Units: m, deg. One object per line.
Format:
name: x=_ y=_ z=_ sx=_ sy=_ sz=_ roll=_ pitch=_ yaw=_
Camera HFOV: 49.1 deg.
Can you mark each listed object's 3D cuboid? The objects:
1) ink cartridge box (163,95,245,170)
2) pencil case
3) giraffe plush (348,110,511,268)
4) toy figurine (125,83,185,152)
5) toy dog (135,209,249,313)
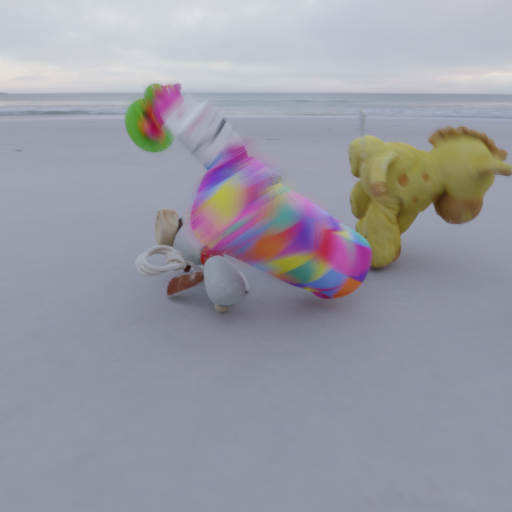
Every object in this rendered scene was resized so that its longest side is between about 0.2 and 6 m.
ink cartridge box: x=-0.719 y=-1.706 z=7.794 sx=0.592 sy=1.020 sz=0.346 roll=-51 pitch=24 yaw=-14
pencil case: x=0.371 y=-0.262 z=6.368 sx=1.089 sy=1.089 sz=2.464 roll=15 pitch=-9 yaw=40
giraffe plush: x=2.548 y=-1.143 z=8.380 sx=2.034 sy=2.509 sz=2.165 roll=-5 pitch=52 yaw=3
toy figurine: x=-1.528 y=-2.542 z=9.595 sx=0.974 sy=1.298 sz=1.194 roll=22 pitch=-17 yaw=-31
toy dog: x=-0.774 y=0.136 z=7.573 sx=1.434 sy=1.047 sz=2.174 roll=7 pitch=30 yaw=-3
